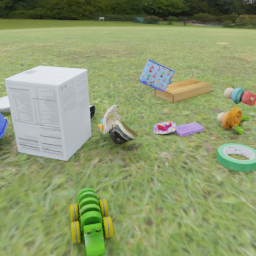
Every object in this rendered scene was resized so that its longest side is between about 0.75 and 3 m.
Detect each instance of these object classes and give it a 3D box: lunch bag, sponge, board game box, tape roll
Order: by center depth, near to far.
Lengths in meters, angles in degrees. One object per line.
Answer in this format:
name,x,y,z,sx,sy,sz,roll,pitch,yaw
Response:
tape roll,3.498,0.915,8.900,1.269,0.305,1.269,1,26,0
lunch bag,1.122,-1.900,10.392,1.166,0.878,0.548,23,15,-9
sponge,2.331,0.050,10.885,1.091,0.163,0.609,-13,27,-23
board game box,1.432,-0.110,10.967,0.869,0.214,1.100,-8,24,10

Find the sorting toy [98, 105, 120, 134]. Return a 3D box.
sorting toy,-0.670,-0.391,10.142,0.501,0.844,0.938,31,41,15

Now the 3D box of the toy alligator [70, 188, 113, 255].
toy alligator,-0.750,2.085,5.863,0.861,0.787,2.902,-6,26,-12

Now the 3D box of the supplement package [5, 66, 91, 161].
supplement package,-2.532,-0.577,9.411,1.910,2.536,1.925,8,27,16

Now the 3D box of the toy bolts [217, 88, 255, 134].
toy bolts,3.894,-0.780,10.561,1.141,1.645,1.571,26,8,42

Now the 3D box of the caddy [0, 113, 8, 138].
caddy,-5.029,0.130,9.558,1.636,1.215,2.315,-26,29,-2

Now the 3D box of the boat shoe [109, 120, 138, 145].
boat shoe,-0.224,0.228,9.370,0.790,0.699,2.157,40,-1,-8

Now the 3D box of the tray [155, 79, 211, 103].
tray,2.942,-2.059,14.925,2.821,0.522,1.392,-17,31,-34

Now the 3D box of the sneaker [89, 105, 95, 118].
sneaker,-2.021,-0.646,11.887,0.842,0.552,1.463,12,30,20

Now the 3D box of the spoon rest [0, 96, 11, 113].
spoon rest,-4.949,-1.361,13.089,2.750,0.833,1.366,-20,32,-37
